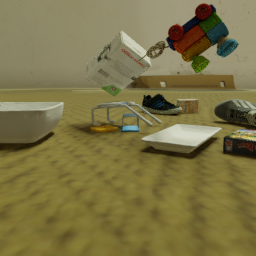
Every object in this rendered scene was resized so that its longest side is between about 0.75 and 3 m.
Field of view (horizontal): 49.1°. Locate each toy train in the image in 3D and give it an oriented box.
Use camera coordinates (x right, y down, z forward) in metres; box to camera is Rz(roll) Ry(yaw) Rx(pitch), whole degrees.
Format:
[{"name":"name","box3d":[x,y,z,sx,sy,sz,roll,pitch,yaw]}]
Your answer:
[{"name":"toy train","box3d":[1.875,-2.378,8.856,2.824,1.634,1.195,-36,-19,11]}]

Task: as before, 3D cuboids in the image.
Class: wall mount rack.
[{"name":"wall mount rack","box3d":[-0.025,-0.551,11.030,2.372,1.018,2.730,-2,5,19]}]

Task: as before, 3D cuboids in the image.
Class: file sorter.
[{"name":"file sorter","box3d":[0.086,-0.214,10.551,0.638,0.564,0.920,-1,11,0]}]

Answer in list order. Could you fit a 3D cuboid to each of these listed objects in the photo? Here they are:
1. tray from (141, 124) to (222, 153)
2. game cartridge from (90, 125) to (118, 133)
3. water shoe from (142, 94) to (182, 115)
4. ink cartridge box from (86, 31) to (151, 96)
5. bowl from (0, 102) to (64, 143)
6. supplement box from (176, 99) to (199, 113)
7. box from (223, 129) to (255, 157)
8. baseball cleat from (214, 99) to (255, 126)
[{"name":"tray","box3d":[1.720,0.287,8.454,1.573,0.325,2.930,7,12,29]},{"name":"game cartridge","box3d":[-0.891,0.037,10.434,0.812,0.132,0.715,-9,14,-31]},{"name":"water shoe","box3d":[1.754,-1.346,15.366,2.683,1.059,0.959,10,14,44]},{"name":"ink cartridge box","box3d":[-0.425,-2.619,11.709,1.666,0.962,2.290,29,-51,-35]},{"name":"bowl","box3d":[-3.720,-0.238,9.216,2.927,1.094,2.931,0,11,0]},{"name":"supplement box","box3d":[3.314,-1.228,15.646,1.170,0.738,0.430,-3,12,-12]},{"name":"box","box3d":[3.838,0.445,7.314,2.203,0.415,1.505,8,13,38]},{"name":"baseball cleat","box3d":[4.845,-0.621,11.513,2.942,1.026,1.566,6,12,36]}]
